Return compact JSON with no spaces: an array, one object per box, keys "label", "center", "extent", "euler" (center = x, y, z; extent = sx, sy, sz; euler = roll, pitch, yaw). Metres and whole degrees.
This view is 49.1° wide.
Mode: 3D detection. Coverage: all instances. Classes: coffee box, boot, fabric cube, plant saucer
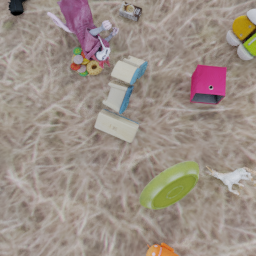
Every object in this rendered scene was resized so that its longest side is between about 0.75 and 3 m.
[{"label":"coffee box","center":[0.108,-4.533,10.905],"extent":[0.793,0.317,0.448],"euler":[22,79,5]},{"label":"boot","center":[-4.188,-4.887,10.949],"extent":[1.029,0.381,0.843],"euler":[-10,76,5]},{"label":"fabric cube","center":[2.817,-1.512,9.896],"extent":[1.033,1.053,1.049],"euler":[7,78,3]},{"label":"plant saucer","center":[1.368,1.870,8.627],"extent":[2.173,2.173,0.338],"euler":[-31,53,-6]}]

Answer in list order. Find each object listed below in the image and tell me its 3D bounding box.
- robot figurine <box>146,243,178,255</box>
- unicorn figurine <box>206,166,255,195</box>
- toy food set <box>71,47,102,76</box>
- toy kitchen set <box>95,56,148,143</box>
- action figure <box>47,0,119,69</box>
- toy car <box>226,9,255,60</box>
[{"label":"robot figurine","center":[1.113,4.204,8.849],"extent":[1.285,0.749,0.924],"euler":[27,80,5]},{"label":"unicorn figurine","center":[3.538,1.683,9.411],"extent":[1.592,1.093,0.588],"euler":[-7,118,-23]},{"label":"toy food set","center":[-1.554,-2.498,10.488],"extent":[1.193,0.293,1.205],"euler":[-4,79,-1]},{"label":"toy kitchen set","center":[0.086,-1.094,9.993],"extent":[1.424,1.936,2.417],"euler":[24,116,5]},{"label":"action figure","center":[-1.511,-3.310,9.690],"extent":[2.193,1.973,2.945],"euler":[-23,84,10]},{"label":"toy car","center":[4.617,-3.420,10.302],"extent":[1.234,1.440,1.646],"euler":[-23,76,-42]}]
